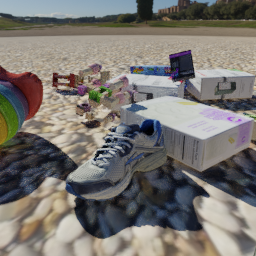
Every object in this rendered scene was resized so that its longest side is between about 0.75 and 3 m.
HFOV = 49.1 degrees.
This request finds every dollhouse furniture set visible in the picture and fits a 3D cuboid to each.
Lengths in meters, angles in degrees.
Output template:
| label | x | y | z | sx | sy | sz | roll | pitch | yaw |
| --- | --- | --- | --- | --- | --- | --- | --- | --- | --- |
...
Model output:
| label | x | y | z | sx | sy | sz | roll | pitch | yaw |
| --- | --- | --- | --- | --- | --- | --- | --- | --- | --- |
| dollhouse furniture set | -1.259 | -2.365 | 12.939 | 0.896 | 0.679 | 1.022 | -13 | 25 | -29 |
| dollhouse furniture set | -2.645 | -2.074 | 12.542 | 0.853 | 0.645 | 1.585 | 4 | 5 | 12 |

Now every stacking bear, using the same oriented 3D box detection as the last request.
| label | x | y | z | sx | sy | sz | roll | pitch | yaw |
| --- | --- | --- | --- | --- | --- | --- | --- | --- | --- |
| stacking bear | -3.411 | -0.188 | 6.428 | 1.714 | 1.605 | 2.823 | 16 | 34 | 8 |

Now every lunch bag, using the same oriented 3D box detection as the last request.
| label | x | y | z | sx | sy | sz | roll | pitch | yaw |
| --- | --- | --- | --- | --- | --- | --- | --- | --- | --- |
| lunch bag | 1.369 | -1.945 | 11.560 | 1.910 | 1.193 | 2.537 | 5 | 12 | 19 |

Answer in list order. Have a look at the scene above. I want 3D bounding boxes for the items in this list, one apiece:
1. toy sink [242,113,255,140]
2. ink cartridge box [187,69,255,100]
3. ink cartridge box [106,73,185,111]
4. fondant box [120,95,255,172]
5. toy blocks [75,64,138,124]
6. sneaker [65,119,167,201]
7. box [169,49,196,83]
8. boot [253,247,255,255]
| label | x | y | z | sx | sy | sz | roll | pitch | yaw |
| --- | --- | --- | --- | --- | --- | --- | --- | --- | --- |
| toy sink | 3.432 | -0.030 | 7.321 | 0.983 | 0.551 | 0.641 | 13 | 26 | 30 |
| ink cartridge box | 3.609 | -1.778 | 11.172 | 2.149 | 0.903 | 1.568 | -3 | 22 | -7 |
| ink cartridge box | 0.625 | -1.185 | 9.574 | 2.363 | 0.985 | 1.716 | 7 | 22 | 17 |
| fondant box | 1.377 | -0.050 | 7.058 | 1.959 | 0.791 | 2.716 | -17 | 28 | -36 |
| toy blocks | -0.626 | -1.045 | 8.411 | 1.443 | 1.544 | 1.300 | 26 | 35 | 23 |
| sneaker | -0.188 | 0.445 | 5.425 | 0.988 | 1.093 | 2.565 | 17 | 28 | 36 |
| box | 1.701 | -1.954 | 8.840 | 0.725 | 0.183 | 1.013 | -9 | 63 | 16 |
| boot | 1.638 | 1.313 | 2.158 | 0.992 | 1.914 | 2.930 | 8 | 23 | 19 |
